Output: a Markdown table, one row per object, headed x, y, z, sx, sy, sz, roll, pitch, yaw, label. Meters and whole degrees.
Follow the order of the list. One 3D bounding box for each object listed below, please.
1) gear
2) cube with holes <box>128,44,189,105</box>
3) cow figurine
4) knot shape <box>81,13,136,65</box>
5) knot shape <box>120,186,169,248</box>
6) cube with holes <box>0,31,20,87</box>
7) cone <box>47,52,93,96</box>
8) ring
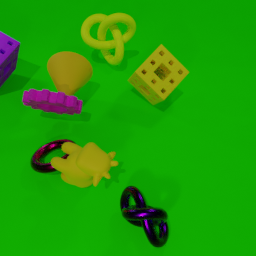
| x | y | z | sx | sy | sz | roll | pitch | yaw | label |
| --- | --- | --- | --- | --- | --- | --- | --- | --- | --- |
| -2.136 | -0.713 | 8.006 | 1.630 | 1.630 | 0.301 | 6 | 80 | 5 | gear |
| 0.900 | -1.598 | 8.701 | 1.171 | 1.171 | 1.171 | 43 | 81 | -6 | cube with holes |
| -0.981 | 0.956 | 6.696 | 1.657 | 1.684 | 0.924 | 18 | 57 | 21 | cow figurine |
| -0.638 | -3.132 | 10.007 | 1.918 | 1.795 | 0.886 | -1 | 29 | 16 | knot shape |
| 0.428 | 2.002 | 6.183 | 0.685 | 1.483 | 1.388 | -46 | 105 | -13 | knot shape |
| -4.622 | -2.306 | 9.233 | 1.382 | 1.382 | 1.382 | 29 | 53 | -11 | cube with holes |
| -1.820 | -1.272 | 8.402 | 1.414 | 1.414 | 1.419 | 0 | 53 | 0 | cone |
| -1.997 | 0.736 | 7.595 | 1.331 | 0.266 | 1.331 | -12 | 30 | 7 | ring |
